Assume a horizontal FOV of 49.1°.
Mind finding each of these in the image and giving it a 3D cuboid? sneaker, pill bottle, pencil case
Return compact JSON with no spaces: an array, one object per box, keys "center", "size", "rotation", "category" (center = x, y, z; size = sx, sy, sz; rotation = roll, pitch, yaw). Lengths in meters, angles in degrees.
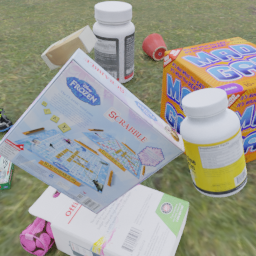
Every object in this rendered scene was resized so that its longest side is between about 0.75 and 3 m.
[{"center":[-4.277,-0.335,9.326],"size":[0.499,0.583,1.406],"rotation":[-28,46,-29],"category":"sneaker"},{"center":[1.071,0.184,3.560],"size":[0.719,1.284,0.719],"rotation":[-15,25,7],"category":"pill bottle"},{"center":[-1.668,1.940,6.257],"size":[0.754,0.778,1.662],"rotation":[22,43,10],"category":"pencil case"},{"center":[-0.560,-3.419,11.345],"size":[1.663,2.920,1.663],"rotation":[1,38,0],"category":"pill bottle"}]

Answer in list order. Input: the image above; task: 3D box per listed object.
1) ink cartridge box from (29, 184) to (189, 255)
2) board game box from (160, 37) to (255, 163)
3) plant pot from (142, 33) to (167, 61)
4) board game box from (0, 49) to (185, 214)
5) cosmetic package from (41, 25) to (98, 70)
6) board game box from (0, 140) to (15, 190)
[{"center":[-0.396,1.991,6.018],"size":[2.949,0.993,1.727],"rotation":[17,41,20],"category":"ink cartridge box"},{"center":[2.766,-0.727,8.131],"size":[2.657,2.658,2.659],"rotation":[-16,41,-18],"category":"board game box"},{"center":[1.355,-3.830,13.509],"size":[1.096,1.096,0.970],"rotation":[-13,50,-16],"category":"plant pot"},{"center":[-0.613,0.247,4.442],"size":[2.127,2.122,0.438],"rotation":[39,28,-21],"category":"board game box"},{"center":[-1.921,-2.608,9.180],"size":[1.706,0.606,0.897],"rotation":[-16,35,29],"category":"cosmetic package"},{"center":[-3.846,1.015,7.867],"size":[1.235,0.267,1.836],"rotation":[-6,39,-9],"category":"board game box"}]
